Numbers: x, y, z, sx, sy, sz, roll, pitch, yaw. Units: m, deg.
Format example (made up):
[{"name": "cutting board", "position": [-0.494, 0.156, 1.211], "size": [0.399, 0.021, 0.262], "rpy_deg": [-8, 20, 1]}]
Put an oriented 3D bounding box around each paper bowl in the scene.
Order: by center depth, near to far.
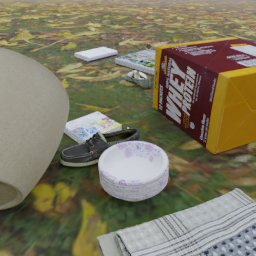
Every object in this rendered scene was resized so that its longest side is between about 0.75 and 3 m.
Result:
[{"name": "paper bowl", "position": [0.114, 0.887, 5.479], "size": [1.344, 0.699, 1.344], "rpy_deg": [-2, 29, 1]}]

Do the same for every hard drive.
[{"name": "hard drive", "position": [-1.577, -3.681, 13.915], "size": [1.782, 0.226, 1.175], "rpy_deg": [-26, 39, -37]}]

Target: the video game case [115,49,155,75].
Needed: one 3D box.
[{"name": "video game case", "position": [1.120, -3.013, 12.712], "size": [2.566, 0.282, 2.339], "rpy_deg": [27, 39, 37]}]

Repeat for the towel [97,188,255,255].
[{"name": "towel", "position": [1.307, 2.038, 3.657], "size": [2.941, 0.508, 2.832], "rpy_deg": [-13, 34, -20]}]

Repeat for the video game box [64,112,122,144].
[{"name": "video game box", "position": [-0.957, 0.008, 7.469], "size": [1.191, 0.279, 1.085], "rpy_deg": [-24, 35, -35]}]

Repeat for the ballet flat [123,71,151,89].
[{"name": "ballet flat", "position": [0.354, -1.936, 10.635], "size": [0.512, 0.484, 1.519], "rpy_deg": [-19, 35, -30]}]

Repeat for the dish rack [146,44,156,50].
[{"name": "dish rack", "position": [1.301, -3.943, 13.909], "size": [0.803, 0.219, 0.616], "rpy_deg": [28, -5, -11]}]

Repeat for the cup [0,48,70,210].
[{"name": "cup", "position": [-2.501, 0.273, 5.016], "size": [2.811, 2.811, 2.010], "rpy_deg": [-3, 54, -5]}]

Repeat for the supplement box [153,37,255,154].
[{"name": "supplement box", "position": [2.662, -1.147, 7.783], "size": [2.877, 1.937, 2.917], "rpy_deg": [-13, 33, -22]}]

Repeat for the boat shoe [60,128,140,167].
[{"name": "boat shoe", "position": [-0.620, 0.374, 6.465], "size": [1.935, 0.636, 0.691], "rpy_deg": [-10, 31, -16]}]
